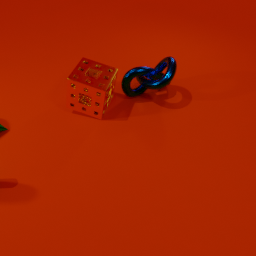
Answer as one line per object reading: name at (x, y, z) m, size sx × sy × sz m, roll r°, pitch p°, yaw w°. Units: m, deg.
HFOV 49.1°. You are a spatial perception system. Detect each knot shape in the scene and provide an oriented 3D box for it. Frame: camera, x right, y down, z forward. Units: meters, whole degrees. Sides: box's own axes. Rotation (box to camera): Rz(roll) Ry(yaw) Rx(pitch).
knot shape at (0.600, -1.559, 8.871) m, size 1.740 × 0.859 × 1.859 m, roll -21°, pitch 7°, yaw -12°

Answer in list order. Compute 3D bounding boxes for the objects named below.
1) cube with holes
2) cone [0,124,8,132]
cube with holes at (-1.090, -1.203, 8.484) m, size 1.147 × 1.147 × 1.147 m, roll 19°, pitch 48°, yaw 3°
cone at (-3.931, -0.051, 8.004) m, size 0.945 × 0.941 × 0.941 m, roll 13°, pitch 43°, yaw -21°
